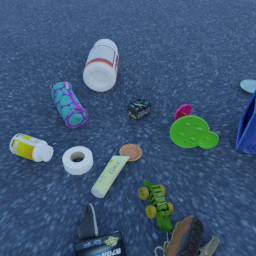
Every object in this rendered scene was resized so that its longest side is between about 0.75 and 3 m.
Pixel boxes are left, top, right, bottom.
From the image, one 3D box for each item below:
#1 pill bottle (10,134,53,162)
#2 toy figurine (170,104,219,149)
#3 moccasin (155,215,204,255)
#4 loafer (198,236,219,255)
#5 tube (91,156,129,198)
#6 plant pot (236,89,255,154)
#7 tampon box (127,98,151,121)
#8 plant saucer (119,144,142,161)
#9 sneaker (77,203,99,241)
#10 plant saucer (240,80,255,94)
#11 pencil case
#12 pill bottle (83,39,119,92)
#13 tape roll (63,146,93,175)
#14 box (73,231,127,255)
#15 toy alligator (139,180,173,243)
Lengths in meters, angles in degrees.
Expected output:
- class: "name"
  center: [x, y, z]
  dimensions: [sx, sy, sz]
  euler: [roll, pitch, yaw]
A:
- class: "pill bottle"
  center: [-3.557, 0.761, 10.396]
  dimensions: [1.468, 0.802, 0.802]
  euler: [16, 45, 17]
- class: "toy figurine"
  center: [2.596, -0.214, 11.309]
  dimensions: [1.942, 1.458, 1.788]
  euler: [21, 33, -9]
- class: "moccasin"
  center: [1.311, 3.328, 7.461]
  dimensions: [0.872, 0.921, 2.385]
  euler: [48, 38, -12]
- class: "loafer"
  center: [2.136, 3.428, 7.749]
  dimensions: [0.398, 0.449, 1.180]
  euler: [30, 50, 22]
- class: "tube"
  center: [-0.636, 1.583, 9.769]
  dimensions: [0.544, 0.487, 1.875]
  euler: [33, 45, 3]
- class: "plant pot"
  center: [5.357, -0.136, 10.548]
  dimensions: [1.818, 2.023, 2.023]
  euler: [20, 45, 13]
- class: "tampon box"
  center: [0.488, -0.831, 12.324]
  dimensions: [0.847, 0.535, 0.635]
  euler: [-30, 50, -29]
- class: "plant saucer"
  center: [0.106, 0.956, 10.658]
  dimensions: [0.857, 0.160, 0.857]
  euler: [-1, 43, 1]
- class: "sneaker"
  center: [-1.273, 2.803, 8.438]
  dimensions: [0.596, 0.420, 1.123]
  euler: [-8, 44, -13]
- class: "plant saucer"
  center: [6.127, -1.978, 13.809]
  dimensions: [1.182, 0.228, 1.182]
  euler: [0, 43, 0]
- class: "pencil case"
  center: [-2.580, -1.076, 12.173]
  dimensions: [1.017, 1.105, 2.391]
  euler: [1, 38, -36]
- class: "pill bottle"
  center: [-1.289, -3.266, 14.203]
  dimensions: [1.581, 1.581, 2.886]
  euler: [2, 42, 2]
- class: "tape roll"
  center: [-1.827, 1.184, 10.245]
  dimensions: [1.088, 0.380, 1.088]
  euler: [1, 42, 0]
- class: "box"
  center: [-0.738, 3.552, 7.698]
  dimensions: [1.395, 0.321, 1.109]
  euler: [-10, 43, -11]
- class: "toy alligator"
  center: [1.014, 2.484, 8.426]
  dimensions: [0.793, 0.575, 2.393]
  euler: [-4, 50, -27]
